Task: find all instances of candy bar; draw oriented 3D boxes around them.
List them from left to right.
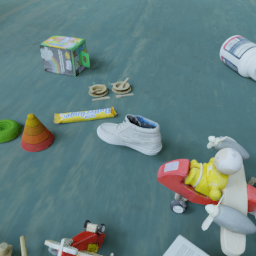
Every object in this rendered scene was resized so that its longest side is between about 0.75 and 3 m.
[{"bbox_3d":[-1.414,-0.423,9.311,2.045,0.227,0.510,-7,39,-8],"label":"candy bar"}]

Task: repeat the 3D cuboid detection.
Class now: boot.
[{"bbox_3d":[-0.007,-0.008,7.573,2.005,0.958,0.737,15,43,24],"label":"boot"}]

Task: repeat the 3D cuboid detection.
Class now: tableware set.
[{"bbox_3d":[-0.682,-1.530,10.630,1.640,0.329,1.084,-9,39,-12],"label":"tableware set"}]

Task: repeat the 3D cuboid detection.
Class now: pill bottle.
[{"bbox_3d":[4.898,-2.838,11.536,1.286,1.286,2.151,-11,40,-14],"label":"pill bottle"}]

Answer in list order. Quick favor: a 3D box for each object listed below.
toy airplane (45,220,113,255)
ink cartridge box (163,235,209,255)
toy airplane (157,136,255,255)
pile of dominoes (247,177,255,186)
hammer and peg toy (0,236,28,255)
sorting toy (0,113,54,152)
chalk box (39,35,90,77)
[{"bbox_3d":[-0.920,2.343,5.255,1.216,0.862,1.222,1,3,-18],"label":"toy airplane"},{"bbox_3d":[1.186,2.923,4.120,2.087,0.864,1.521,29,47,29],"label":"ink cartridge box"},{"bbox_3d":[2.181,1.200,6.009,2.443,1.732,2.454,-18,41,-23],"label":"toy airplane"},{"bbox_3d":[3.352,1.695,6.734,1.109,0.177,0.864,22,43,38],"label":"pile of dominoes"},{"bbox_3d":[-2.499,2.627,5.069,1.596,0.563,1.174,8,36,-19],"label":"hammer and peg toy"},{"bbox_3d":[-3.664,-0.191,8.374,2.969,1.023,1.030,13,40,14],"label":"sorting toy"},{"bbox_3d":[-2.476,-3.038,11.837,1.988,1.237,1.231,13,40,14],"label":"chalk box"}]
